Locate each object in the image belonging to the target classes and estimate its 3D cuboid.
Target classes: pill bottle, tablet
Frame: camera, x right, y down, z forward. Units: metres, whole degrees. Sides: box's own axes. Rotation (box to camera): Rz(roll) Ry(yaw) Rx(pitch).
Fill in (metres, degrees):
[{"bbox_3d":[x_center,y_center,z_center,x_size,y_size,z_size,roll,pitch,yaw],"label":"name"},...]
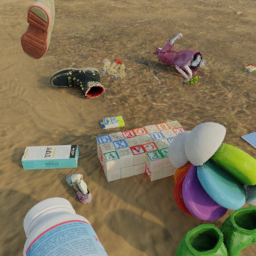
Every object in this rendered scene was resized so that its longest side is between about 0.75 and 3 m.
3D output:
[{"bbox_3d":[-1.116,2.602,5.300,1.423,1.423,2.617,-18,40,-24],"label":"pill bottle"},{"bbox_3d":[4.400,0.488,9.440,0.641,0.067,0.985,-15,37,-19],"label":"tablet"}]

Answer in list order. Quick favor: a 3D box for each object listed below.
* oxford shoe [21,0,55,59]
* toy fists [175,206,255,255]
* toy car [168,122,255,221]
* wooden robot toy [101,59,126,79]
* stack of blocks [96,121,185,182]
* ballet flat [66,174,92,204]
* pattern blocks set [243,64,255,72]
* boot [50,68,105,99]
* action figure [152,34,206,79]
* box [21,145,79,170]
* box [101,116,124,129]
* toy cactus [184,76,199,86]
[{"bbox_3d":[-3.070,-3.475,9.923,0.974,2.753,1.016,29,57,-16],"label":"oxford shoe"},{"bbox_3d":[1.959,2.410,5.920,2.094,1.067,0.720,-16,52,-20],"label":"toy fists"},{"bbox_3d":[1.942,1.219,6.586,2.239,2.559,1.919,38,74,-4],"label":"toy car"},{"bbox_3d":[-0.626,-2.354,10.346,0.717,0.697,1.581,48,21,21],"label":"wooden robot toy"},{"bbox_3d":[0.576,0.746,8.432,2.738,0.802,1.577,-11,37,-15],"label":"stack of blocks"},{"bbox_3d":[-1.317,1.542,7.634,0.422,0.434,1.221,-9,34,-34],"label":"ballet flat"},{"bbox_3d":[6.353,-3.087,14.448,0.905,0.073,0.795,-19,40,-25],"label":"pattern blocks set"},{"bbox_3d":[-2.204,-1.934,12.206,2.278,0.822,1.720,-10,39,-14],"label":"boot"},{"bbox_3d":[2.362,-3.426,14.139,2.786,1.866,2.074,21,68,26],"label":"action figure"},{"bbox_3d":[-2.351,0.891,8.589,1.593,0.392,0.656,-2,36,-2],"label":"box"},{"bbox_3d":[-0.577,-0.201,10.307,0.794,0.189,0.484,-8,35,-12],"label":"box"},{"bbox_3d":[2.953,-2.173,13.011,0.642,0.398,0.778,-1,33,32],"label":"toy cactus"}]
